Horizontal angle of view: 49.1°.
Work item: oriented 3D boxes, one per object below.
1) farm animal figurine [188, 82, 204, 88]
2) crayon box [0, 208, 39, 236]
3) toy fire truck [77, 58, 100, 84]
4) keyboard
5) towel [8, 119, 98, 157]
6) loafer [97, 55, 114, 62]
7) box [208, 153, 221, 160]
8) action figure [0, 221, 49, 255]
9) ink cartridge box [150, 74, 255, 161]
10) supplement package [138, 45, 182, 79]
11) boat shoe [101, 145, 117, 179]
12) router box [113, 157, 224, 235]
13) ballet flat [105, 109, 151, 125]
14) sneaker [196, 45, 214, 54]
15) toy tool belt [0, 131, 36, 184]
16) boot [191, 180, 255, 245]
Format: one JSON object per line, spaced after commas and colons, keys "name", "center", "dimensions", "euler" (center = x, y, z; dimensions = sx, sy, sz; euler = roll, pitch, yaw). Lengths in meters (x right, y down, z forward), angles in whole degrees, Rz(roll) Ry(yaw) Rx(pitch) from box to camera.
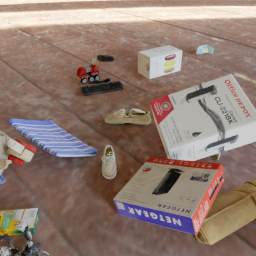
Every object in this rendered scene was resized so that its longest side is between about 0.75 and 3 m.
{"name": "farm animal figurine", "center": [3.218, -1.320, 10.876], "dimensions": [1.764, 1.099, 2.185], "euler": [-27, 44, -32]}
{"name": "crayon box", "center": [-2.637, 2.224, 6.632], "dimensions": [0.938, 0.242, 0.590], "euler": [-2, 32, -4]}
{"name": "toy fire truck", "center": [-1.782, -2.668, 12.727], "dimensions": [1.012, 1.150, 0.740], "euler": [-18, 39, -24]}
{"name": "keyboard", "center": [-1.199, -1.892, 12.488], "dimensions": [1.845, 0.190, 1.172], "euler": [-11, 37, -16]}
{"name": "towel", "center": [-2.307, 0.249, 8.614], "dimensions": [2.432, 0.290, 1.760], "euler": [27, 12, 31]}
{"name": "loafer", "center": [-1.185, -3.734, 14.985], "dimensions": [0.946, 0.346, 0.336], "euler": [9, 27, 1]}
{"name": "box", "center": [2.721, -0.358, 9.331], "dimensions": [1.608, 0.430, 2.654], "euler": [20, 61, 27]}
{"name": "action figure", "center": [-2.409, 2.480, 5.882], "dimensions": [1.428, 0.729, 0.849], "euler": [4, 28, 9]}
{"name": "ink cartridge box", "center": [2.236, -0.237, 8.383], "dimensions": [2.676, 1.120, 1.931], "euler": [-18, 53, 3]}
{"name": "supplement package", "center": [1.538, -3.225, 13.562], "dimensions": [1.900, 1.081, 1.040], "euler": [-20, 39, -25]}
{"name": "boat shoe", "center": [-0.546, 0.927, 8.238], "dimensions": [0.445, 0.514, 1.205], "euler": [-1, 36, -1]}
{"name": "router box", "center": [1.021, 1.508, 6.852], "dimensions": [2.093, 0.511, 1.879], "euler": [1, 30, 37]}
{"name": "ballet flat", "center": [-0.005, -0.450, 10.136], "dimensions": [1.703, 0.591, 0.591], "euler": [2, 36, 3]}
{"name": "sneaker", "center": [4.388, -4.359, 15.714], "dimensions": [0.741, 0.451, 1.134], "euler": [28, 45, 36]}
{"name": "toy tool belt", "center": [-3.945, 0.900, 7.654], "dimensions": [2.766, 1.727, 1.700], "euler": [16, 71, 25]}
{"name": "boot", "center": [2.621, 2.152, 6.401], "dimensions": [2.233, 0.739, 1.956], "euler": [-15, 25, -22]}
